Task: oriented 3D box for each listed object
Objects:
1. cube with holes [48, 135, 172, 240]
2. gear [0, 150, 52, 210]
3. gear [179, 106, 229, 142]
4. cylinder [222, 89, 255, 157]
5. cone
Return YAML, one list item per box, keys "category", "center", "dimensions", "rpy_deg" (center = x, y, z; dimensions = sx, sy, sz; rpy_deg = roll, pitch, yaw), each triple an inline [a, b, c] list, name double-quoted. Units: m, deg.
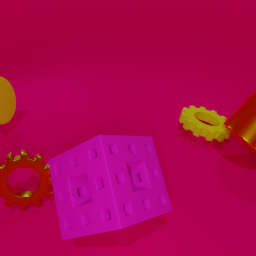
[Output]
- category: "cube with holes"
  center: [-0.291, 0.912, 4.458]
  dimensions: [1.244, 1.244, 1.244]
  rpy_deg: [-26, -18, 36]
- category: "gear"
  center: [-2.036, 1.021, 5.493]
  dimensions: [1.174, 1.174, 0.217]
  rpy_deg: [-8, 18, -13]
- category: "gear"
  center: [2.162, -0.149, 7.811]
  dimensions: [1.426, 0.264, 1.426]
  rpy_deg: [11, 31, -7]
- category: "cylinder"
  center: [3.010, -0.093, 6.389]
  dimensions: [1.205, 1.205, 1.205]
  rpy_deg: [-48, 40, 6]
- category: "cone"
  center: [-4.042, -0.737, 7.696]
  dimensions: [1.291, 1.287, 1.287]
  rpy_deg: [-1, 32, 14]
